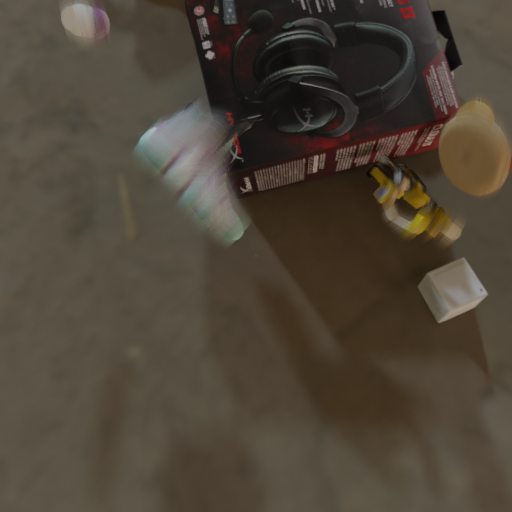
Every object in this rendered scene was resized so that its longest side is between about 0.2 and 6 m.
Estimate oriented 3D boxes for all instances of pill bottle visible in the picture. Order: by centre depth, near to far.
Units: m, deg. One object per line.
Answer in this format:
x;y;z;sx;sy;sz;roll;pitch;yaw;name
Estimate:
-2.404;-3.290;7.866;0.412;0.733;0.412;4;108;13;pill bottle

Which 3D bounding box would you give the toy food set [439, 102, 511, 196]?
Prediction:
2.876;-1.357;7.429;0.279;1.135;1.147;-23;71;-26;toy food set

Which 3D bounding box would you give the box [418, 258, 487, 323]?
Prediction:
2.884;0.514;8.284;0.663;0.571;0.666;-22;68;-9;box

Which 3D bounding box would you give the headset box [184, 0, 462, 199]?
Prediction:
1.149;-2.837;8.719;3.872;1.495;2.881;-13;81;3;headset box

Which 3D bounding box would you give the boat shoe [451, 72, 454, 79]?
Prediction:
2.514;-3.194;9.715;1.886;0.667;0.856;23;64;-3;boat shoe

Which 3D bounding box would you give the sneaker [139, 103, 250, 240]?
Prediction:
-0.501;-1.246;7.490;1.323;0.735;1.892;-41;89;-6;sneaker

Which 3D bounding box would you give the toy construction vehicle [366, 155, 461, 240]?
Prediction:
2.253;-0.826;8.365;0.555;1.372;1.576;-44;54;22;toy construction vehicle
